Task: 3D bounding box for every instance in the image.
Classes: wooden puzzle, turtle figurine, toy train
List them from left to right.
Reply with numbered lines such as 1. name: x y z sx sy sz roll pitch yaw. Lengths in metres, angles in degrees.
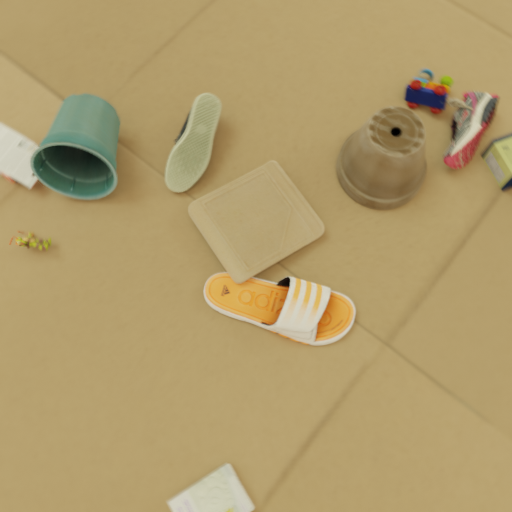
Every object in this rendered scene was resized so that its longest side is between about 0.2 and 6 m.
1. turtle figurine: -4.396 -0.252 10.894 0.688 0.853 0.275 9 103 -5
2. wooden puzzle: -0.006 -0.691 11.152 2.105 0.392 1.947 -31 73 -12
3. toy train: 3.999 -3.507 11.954 1.467 0.621 0.849 20 58 21

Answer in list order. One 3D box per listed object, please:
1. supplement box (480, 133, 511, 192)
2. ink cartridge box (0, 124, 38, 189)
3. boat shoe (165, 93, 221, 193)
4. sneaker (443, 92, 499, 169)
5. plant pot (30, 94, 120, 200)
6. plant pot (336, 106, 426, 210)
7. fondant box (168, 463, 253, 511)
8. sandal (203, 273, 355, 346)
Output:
1. supplement box: 5.348 -1.991 11.507 0.943 0.633 0.942 -21 73 -7
2. ink cartridge box: -5.018 -2.035 11.647 1.642 0.414 0.895 30 74 8
3. boat shoe: -1.292 -2.298 11.566 0.792 0.661 2.123 20 88 -13
4. sneaker: 4.366 -2.621 11.715 0.735 0.793 1.968 24 65 25
5. plant pot: -3.446 -2.236 11.112 1.625 1.625 1.591 2 57 1
6. plant pot: 2.585 -2.033 11.024 1.844 1.600 1.844 0 73 0
7. fondant box: -0.763 4.250 9.556 1.195 0.348 0.862 -31 74 -9
8. sandal: 0.404 0.901 10.422 2.917 0.836 1.118 12 72 4
